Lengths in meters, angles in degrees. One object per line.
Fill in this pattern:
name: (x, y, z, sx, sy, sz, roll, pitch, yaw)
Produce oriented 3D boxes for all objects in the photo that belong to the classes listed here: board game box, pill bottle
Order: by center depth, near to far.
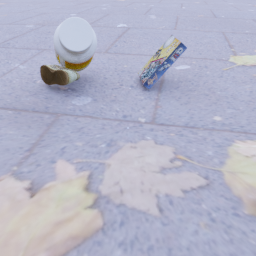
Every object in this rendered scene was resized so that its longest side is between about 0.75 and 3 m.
pill bottle: (-2.066, -3.234, 10.966, 1.612, 1.612, 2.902, -8, 3, -12)
board game box: (1.318, -2.676, 11.291, 0.369, 2.131, 1.443, 36, 19, -23)

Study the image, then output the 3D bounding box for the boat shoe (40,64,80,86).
boat shoe: (-2.737, -2.055, 10.971, 0.665, 0.778, 2.123, -18, 30, -42)
